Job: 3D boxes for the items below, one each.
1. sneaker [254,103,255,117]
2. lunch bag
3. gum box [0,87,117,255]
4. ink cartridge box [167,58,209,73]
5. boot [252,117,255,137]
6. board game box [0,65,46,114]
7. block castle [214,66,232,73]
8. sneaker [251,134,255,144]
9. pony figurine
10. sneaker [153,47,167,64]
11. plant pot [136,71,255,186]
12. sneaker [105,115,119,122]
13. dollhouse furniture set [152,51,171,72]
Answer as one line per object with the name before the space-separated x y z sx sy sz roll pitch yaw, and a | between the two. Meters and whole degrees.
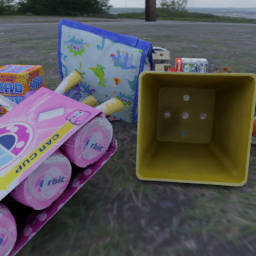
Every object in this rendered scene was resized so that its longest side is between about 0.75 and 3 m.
sneaker | 3.941 -0.619 8.072 1.576 1.103 2.729 6 9 29
lunch bag | -0.522 -1.527 7.195 2.190 2.575 1.641 18 68 9
gum box | -1.674 0.602 4.380 1.640 0.955 2.889 23 56 38
ink cartridge box | 2.791 -3.141 14.102 2.307 0.581 1.257 5 25 7
boot | 3.337 0.404 6.136 1.046 0.732 1.950 -21 43 -24
board game box | -3.618 -1.303 9.277 1.318 1.317 1.317 3 24 6
block castle | 4.486 -2.660 13.256 0.628 0.441 0.940 1 25 2
sneaker | 3.148 -0.214 7.204 1.911 1.088 0.721 8 26 16
pony figurine | -1.693 -0.098 5.961 2.425 2.091 2.512 35 63 19
sneaker | 0.772 -3.414 14.246 2.797 1.056 1.592 -5 25 3
plant pot | 1.322 -0.139 6.141 2.123 2.123 1.872 3 11 5
sneaker | -0.524 -0.386 8.492 0.783 0.321 0.275 -16 29 -30
dollhouse furniture set | 1.273 -2.486 12.513 1.136 1.143 1.622 1 54 2
